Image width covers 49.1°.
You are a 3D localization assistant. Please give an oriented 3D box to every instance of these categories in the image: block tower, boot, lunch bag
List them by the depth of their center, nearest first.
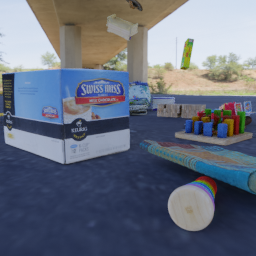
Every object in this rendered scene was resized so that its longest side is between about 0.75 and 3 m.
[{"bbox_3d":[3.581,-0.115,8.939,1.165,0.401,1.250,-12,4,4],"label":"boot"},{"bbox_3d":[2.462,-0.789,12.783,2.250,0.650,0.608,7,11,34],"label":"block tower"},{"bbox_3d":[0.121,-1.838,16.356,2.334,1.197,2.903,-5,-6,9],"label":"lunch bag"}]

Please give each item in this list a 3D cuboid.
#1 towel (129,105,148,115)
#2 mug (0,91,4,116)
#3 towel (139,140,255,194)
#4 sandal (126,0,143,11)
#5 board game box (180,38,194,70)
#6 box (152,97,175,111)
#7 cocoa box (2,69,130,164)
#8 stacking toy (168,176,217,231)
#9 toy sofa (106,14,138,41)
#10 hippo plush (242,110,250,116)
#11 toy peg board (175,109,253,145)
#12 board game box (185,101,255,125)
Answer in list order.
[{"bbox_3d":[-0.420,-1.006,14.742,2.619,0.470,2.720,-1,8,-7],"label":"towel"},{"bbox_3d":[-4.132,-1.003,10.940,1.937,1.591,1.552,-7,11,-36],"label":"mug"},{"bbox_3d":[1.523,0.508,4.295,1.836,0.272,2.503,7,4,-27],"label":"towel"},{"bbox_3d":[0.123,-4.586,10.316,0.999,0.273,0.408,38,-2,4],"label":"sandal"},{"bbox_3d":[2.468,-3.080,11.742,0.283,1.188,0.603,10,1,-1],"label":"board game box"},{"bbox_3d":[2.169,-1.479,16.993,1.324,0.755,1.440,1,9,9],"label":"box"},{"bbox_3d":[-1.464,-0.411,6.331,2.649,1.738,1.767,8,12,44],"label":"cocoa box"},{"bbox_3d":[0.811,0.778,3.163,0.447,0.447,1.047,4,2,25],"label":"stacking toy"},{"bbox_3d":[-0.241,-4.113,11.434,1.263,0.616,0.523,29,47,21],"label":"toy sofa"},{"bbox_3d":[4.360,-0.573,11.182,0.838,0.668,0.674,1,9,12],"label":"hippo plush"},{"bbox_3d":[2.351,-0.097,7.665,1.524,0.749,1.531,-7,11,-43],"label":"toy peg board"},{"bbox_3d":[3.253,-0.581,9.918,2.576,0.502,2.035,-9,0,3],"label":"board game box"}]
